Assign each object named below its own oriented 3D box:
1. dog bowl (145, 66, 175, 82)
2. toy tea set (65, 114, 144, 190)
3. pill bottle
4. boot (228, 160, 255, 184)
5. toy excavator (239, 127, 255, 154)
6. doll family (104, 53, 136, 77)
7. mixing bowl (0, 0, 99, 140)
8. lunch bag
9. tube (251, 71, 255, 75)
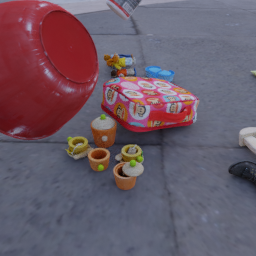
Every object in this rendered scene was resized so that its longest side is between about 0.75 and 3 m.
[{"bbox_3d":[1.400,-2.385,12.430,1.404,0.348,0.783,27,42,34],"label":"dog bowl"},{"bbox_3d":[-0.471,0.472,7.429,2.627,0.972,1.562,28,42,36],"label":"toy tea set"},{"bbox_3d":[0.090,-4.323,8.887,0.901,1.555,0.901,38,10,-8],"label":"pill bottle"},{"bbox_3d":[3.139,1.290,6.664,1.273,0.441,1.109,4,32,1],"label":"boot"},{"bbox_3d":[4.079,0.699,7.107,2.363,1.180,2.298,3,31,21],"label":"toy excavator"},{"bbox_3d":[-0.419,-3.131,12.980,1.366,0.992,2.201,-4,33,-6],"label":"doll family"},{"bbox_3d":[-1.671,-1.359,5.726,1.622,2.996,2.996,-14,23,34],"label":"mixing bowl"},{"bbox_3d":[0.810,-0.751,8.766,2.813,1.152,2.478,-7,29,-34],"label":"lunch bag"},{"bbox_3d":[6.005,-2.162,12.040,0.550,0.492,1.897,35,24,-18],"label":"tube"}]
